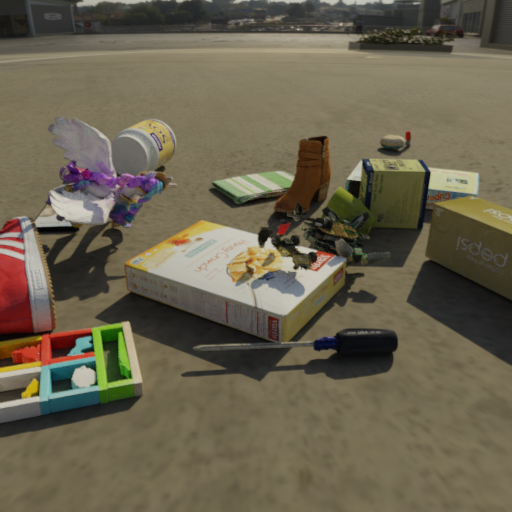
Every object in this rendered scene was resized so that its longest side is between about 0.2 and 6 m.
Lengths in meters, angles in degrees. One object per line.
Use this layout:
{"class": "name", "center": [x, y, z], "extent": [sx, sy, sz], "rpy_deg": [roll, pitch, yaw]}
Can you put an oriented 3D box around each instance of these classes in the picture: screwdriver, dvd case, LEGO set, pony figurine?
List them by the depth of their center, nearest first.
{"class": "screwdriver", "center": [0.585, 1.313, 7.929], "extent": [2.927, 0.408, 0.426], "rpy_deg": [-5, 58, -7]}
{"class": "LEGO set", "center": [1.202, -0.195, 10.267], "extent": [3.089, 0.876, 2.006], "rpy_deg": [-6, 32, -36]}
{"class": "pony figurine", "center": [-3.154, -1.335, 11.165], "extent": [2.429, 2.095, 2.516], "rpy_deg": [11, -21, -39]}
{"class": "dvd case", "center": [-4.408, -0.899, 12.720], "extent": [1.075, 0.132, 1.507], "rpy_deg": [-2, 27, -4]}

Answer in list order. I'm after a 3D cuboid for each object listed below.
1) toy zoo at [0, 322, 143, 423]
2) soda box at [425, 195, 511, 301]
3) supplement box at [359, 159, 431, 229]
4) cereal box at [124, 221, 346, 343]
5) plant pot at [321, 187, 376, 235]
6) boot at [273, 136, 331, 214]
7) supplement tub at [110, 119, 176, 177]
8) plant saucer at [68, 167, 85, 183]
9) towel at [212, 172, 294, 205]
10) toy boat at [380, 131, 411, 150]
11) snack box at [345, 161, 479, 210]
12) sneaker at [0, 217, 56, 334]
{"class": "toy zoo", "center": [-2.796, 1.554, 7.546], "extent": [2.337, 0.239, 1.533], "rpy_deg": [-7, 27, -16]}
{"class": "soda box", "center": [4.572, 0.042, 9.565], "extent": [1.094, 1.158, 3.419], "rpy_deg": [-13, 29, -29]}
{"class": "supplement box", "center": [2.997, -1.377, 12.334], "extent": [1.335, 1.336, 0.897], "rpy_deg": [1, 26, 3]}
{"class": "cereal box", "center": [-0.324, 0.311, 9.653], "extent": [3.159, 0.624, 2.273], "rpy_deg": [15, 29, 27]}
{"class": "plant pot", "center": [1.987, -0.819, 11.853], "extent": [0.994, 0.930, 0.930], "rpy_deg": [30, 34, 12]}
{"class": "boot", "center": [1.130, -1.907, 13.131], "extent": [0.787, 1.594, 2.053], "rpy_deg": [23, 34, 38]}
{"class": "supplement tub", "center": [-3.169, -2.981, 15.623], "extent": [1.360, 1.360, 1.871], "rpy_deg": [6, 26, 13]}
{"class": "plant saucer", "center": [-4.608, -2.302, 15.451], "extent": [1.180, 0.299, 1.180], "rpy_deg": [0, 25, 0]}
{"class": "towel", "center": [0.128, -1.803, 14.513], "extent": [2.095, 0.245, 1.598], "rpy_deg": [-14, 29, -24]}
{"class": "toy boat", "center": [4.619, -3.673, 18.174], "extent": [1.071, 0.498, 0.901], "rpy_deg": [-21, 28, -22]}
{"class": "snack box", "center": [3.906, -1.750, 13.986], "extent": [3.041, 0.564, 1.767], "rpy_deg": [10, 28, 19]}
{"class": "sneaker", "center": [-4.430, 0.280, 9.151], "extent": [1.814, 1.149, 3.226], "rpy_deg": [-9, 29, -25]}
